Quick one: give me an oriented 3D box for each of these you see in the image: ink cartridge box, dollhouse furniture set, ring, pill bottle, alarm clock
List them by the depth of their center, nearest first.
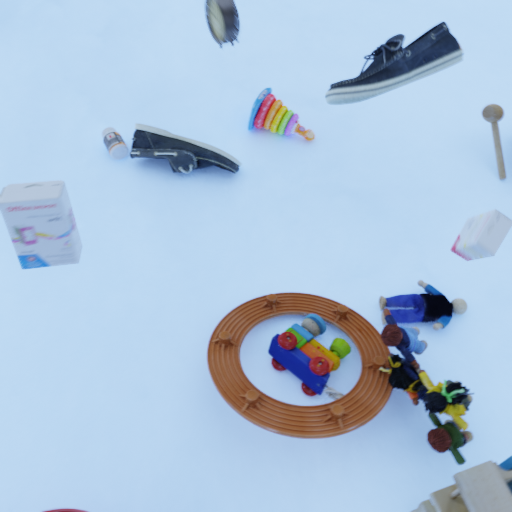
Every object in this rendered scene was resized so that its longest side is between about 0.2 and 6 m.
[{"bbox_3d":[2.997,3.250,6.351,1.565,2.221,1.556,-16,57,-11],"label":"dollhouse furniture set"},{"bbox_3d":[-2.742,-0.390,7.179,0.760,1.051,0.445,-7,37,-5],"label":"ink cartridge box"},{"bbox_3d":[3.057,-0.263,7.622,0.318,0.764,0.554,33,82,-2],"label":"ink cartridge box"},{"bbox_3d":[0.668,1.436,8.301,2.797,0.268,2.797,2,38,-2],"label":"ring"},{"bbox_3d":[-0.604,-4.252,9.711,0.398,1.195,0.806,-23,24,-16],"label":"alarm clock"},{"bbox_3d":[-2.849,-2.264,11.248,0.383,0.383,0.659,-24,59,-15],"label":"pill bottle"}]

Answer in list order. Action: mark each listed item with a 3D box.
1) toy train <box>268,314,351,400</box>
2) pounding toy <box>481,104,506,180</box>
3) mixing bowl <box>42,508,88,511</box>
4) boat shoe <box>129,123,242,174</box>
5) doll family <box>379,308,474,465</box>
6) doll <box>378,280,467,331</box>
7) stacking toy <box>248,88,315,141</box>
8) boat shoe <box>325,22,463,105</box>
[{"bbox_3d":[1.110,1.633,8.455,1.715,0.726,0.992,36,50,22],"label":"toy train"},{"bbox_3d":[5.614,-2.073,10.954,2.649,1.520,1.515,46,39,16],"label":"pounding toy"},{"bbox_3d":[-2.257,4.167,6.186,2.226,1.205,2.226,-3,38,2],"label":"mixing bowl"},{"bbox_3d":[-1.374,-1.940,10.942,2.228,0.800,0.753,17,93,3],"label":"boat shoe"},{"bbox_3d":[2.335,1.755,7.824,0.872,1.285,2.223,-51,57,19],"label":"doll family"},{"bbox_3d":[2.752,0.817,9.160,1.413,0.342,0.964,-1,52,-1],"label":"doll"},{"bbox_3d":[0.584,-2.743,11.473,1.403,0.770,0.814,30,57,5],"label":"stacking toy"},{"bbox_3d":[2.140,-3.035,8.899,2.530,0.944,0.788,-25,103,-14],"label":"boat shoe"}]
